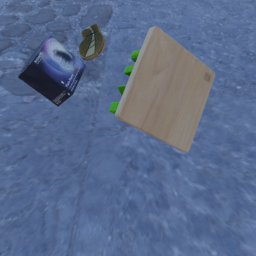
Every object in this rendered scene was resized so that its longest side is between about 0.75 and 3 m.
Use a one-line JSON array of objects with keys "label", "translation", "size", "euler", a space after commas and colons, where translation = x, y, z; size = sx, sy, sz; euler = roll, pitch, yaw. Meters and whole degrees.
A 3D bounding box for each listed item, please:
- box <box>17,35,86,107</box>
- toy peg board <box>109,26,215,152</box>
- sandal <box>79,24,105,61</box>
[{"label": "box", "translation": [-1.935, -1.492, 7.317], "size": [1.269, 0.789, 1.280], "euler": [37, 43, -26]}, {"label": "toy peg board", "translation": [0.555, -0.626, 5.067], "size": [0.791, 1.611, 1.618], "euler": [9, 75, 58]}, {"label": "sandal", "translation": [-1.040, -2.572, 8.560], "size": [0.806, 0.542, 2.006], "euler": [-21, 40, 8]}]
